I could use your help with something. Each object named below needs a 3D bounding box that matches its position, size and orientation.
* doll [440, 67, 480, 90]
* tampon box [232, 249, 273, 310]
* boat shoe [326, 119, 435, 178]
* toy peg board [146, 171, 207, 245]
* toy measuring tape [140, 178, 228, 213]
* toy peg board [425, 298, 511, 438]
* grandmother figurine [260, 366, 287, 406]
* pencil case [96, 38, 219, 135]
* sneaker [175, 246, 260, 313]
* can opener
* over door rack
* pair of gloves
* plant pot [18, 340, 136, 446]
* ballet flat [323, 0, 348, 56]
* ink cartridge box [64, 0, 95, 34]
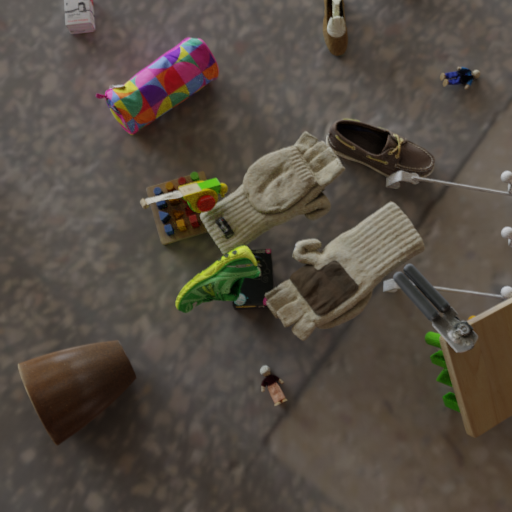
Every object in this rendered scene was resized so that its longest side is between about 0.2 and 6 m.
[{"bbox_3d":[4.638,-4.019,12.648,0.889,0.216,0.607,-14,71,-9],"label":"doll"},{"bbox_3d":[-0.083,0.494,11.437,0.849,0.715,1.133,-4,79,-1],"label":"tampon box"},{"bbox_3d":[2.709,-2.310,12.026,2.425,0.722,0.871,20,79,4],"label":"boat shoe"},{"bbox_3d":[-1.563,-1.087,11.807,1.314,0.646,1.320,-17,79,-4],"label":"toy peg board"},{"bbox_3d":[-1.348,-1.038,10.788,1.723,0.634,0.634,-18,78,-18],"label":"toy measuring tape"},{"bbox_3d":[4.379,2.006,10.859,2.055,1.010,2.064,-23,102,-19],"label":"toy peg board"},{"bbox_3d":[0.304,2.593,11.259,0.491,0.245,0.809,-17,74,-32],"label":"grandmother figurine"},{"bbox_3d":[-2.067,-3.692,12.119,2.585,1.142,1.142,-36,80,-10],"label":"pencil case"},{"bbox_3d":[-0.766,0.617,10.648,2.000,0.741,0.836,-36,91,27],"label":"sneaker"},{"bbox_3d":[3.110,0.950,9.794,0.473,0.593,1.775,-37,70,-4],"label":"can opener"},{"bbox_3d":[4.444,-0.383,11.413,3.491,1.163,2.579,5,77,1],"label":"over door rack"},{"bbox_3d":[1.000,-0.419,10.773,3.047,0.628,3.584,-43,70,4],"label":"pair of gloves"},{"bbox_3d":[-3.292,2.391,10.700,1.804,1.686,1.686,-26,79,-19],"label":"plant pot"},{"bbox_3d":[1.815,-5.433,12.744,0.571,0.609,1.685,0,78,2],"label":"ballet flat"},{"bbox_3d":[-4.074,-5.598,12.916,0.593,0.341,0.817,-7,78,-2],"label":"ink cartridge box"}]
